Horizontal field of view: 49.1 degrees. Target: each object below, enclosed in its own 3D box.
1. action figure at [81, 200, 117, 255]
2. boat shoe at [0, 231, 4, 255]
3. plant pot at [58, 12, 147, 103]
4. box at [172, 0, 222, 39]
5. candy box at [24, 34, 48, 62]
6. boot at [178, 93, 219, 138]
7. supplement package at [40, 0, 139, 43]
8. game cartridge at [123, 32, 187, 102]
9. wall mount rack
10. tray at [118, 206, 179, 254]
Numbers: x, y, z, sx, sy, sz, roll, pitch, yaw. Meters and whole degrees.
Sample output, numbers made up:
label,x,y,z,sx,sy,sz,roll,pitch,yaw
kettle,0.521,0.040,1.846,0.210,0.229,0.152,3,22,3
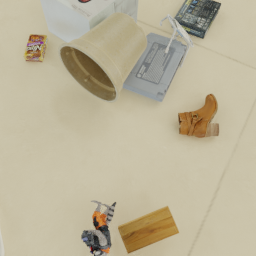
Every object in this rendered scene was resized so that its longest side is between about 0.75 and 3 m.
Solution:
label,x,y,z,sx,sy,sz,roll,pitch,yaw
action figure,-0.740,2.749,7.494,0.839,1.604,1.552,-2,68,2
boat shoe,-4.326,2.740,8.081,0.960,0.913,2.666,-16,64,-8
plant pot,-0.676,-2.641,9.832,2.594,2.594,2.374,33,70,16
box,3.010,-4.955,12.301,1.531,0.495,1.941,25,66,12
candy box,-3.774,-3.298,11.536,0.713,0.345,1.223,3,64,1
boot,2.465,-0.467,9.978,1.363,0.673,1.756,2,70,5
supplement package,-1.493,-4.890,11.351,2.734,2.103,2.859,35,66,16
game cartridge,0.975,-2.476,11.020,1.919,0.582,2.878,24,65,8
wall mount rack,1.916,-3.466,11.089,0.732,1.964,1.706,-28,54,31
tray,0.555,2.790,7.700,1.512,0.280,0.746,-23,81,3
